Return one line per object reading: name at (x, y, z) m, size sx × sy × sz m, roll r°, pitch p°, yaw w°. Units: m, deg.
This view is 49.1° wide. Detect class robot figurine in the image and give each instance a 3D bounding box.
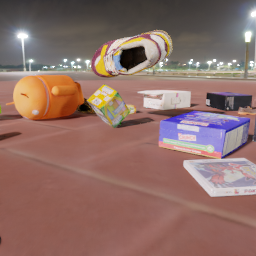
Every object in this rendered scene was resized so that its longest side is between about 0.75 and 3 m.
robot figurine at (-2.976, -1.141, 10.401) m, size 2.011 × 1.631 × 2.796 m, roll 33°, pitch 27°, yaw 31°

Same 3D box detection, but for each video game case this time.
video game case at (1.716, 0.777, 4.699) m, size 1.220 × 0.154 × 1.339 m, roll -2°, pitch 12°, yaw -6°

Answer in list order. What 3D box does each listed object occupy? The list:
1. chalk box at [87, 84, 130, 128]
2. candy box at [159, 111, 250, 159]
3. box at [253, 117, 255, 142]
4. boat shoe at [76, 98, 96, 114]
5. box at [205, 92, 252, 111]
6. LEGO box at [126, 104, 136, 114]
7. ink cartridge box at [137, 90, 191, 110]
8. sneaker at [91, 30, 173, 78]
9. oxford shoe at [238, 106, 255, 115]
chalk box at (-0.525, -0.589, 8.787) m, size 0.784 × 1.267 × 0.788 m, roll -47°, pitch 47°, yaw -11°
candy box at (1.847, 0.091, 6.656) m, size 1.520 × 0.692 × 1.798 m, roll 11°, pitch 15°, yaw 37°
box at (4.127, -0.069, 7.209) m, size 1.354 × 0.774 × 1.487 m, roll 10°, pitch 16°, yaw 34°
boat shoe at (-1.943, -0.960, 11.879) m, size 1.695 × 0.610 × 0.576 m, roll 9°, pitch 14°, yaw 37°
box at (4.694, -1.279, 13.182) m, size 1.317 × 0.736 × 1.866 m, roll 0°, pitch 11°, yaw -12°
LEGO box at (-0.196, -0.772, 11.653) m, size 0.858 × 0.331 × 0.639 m, roll -6°, pitch 13°, yaw -25°
ink cartridge box at (1.696, -1.352, 13.302) m, size 2.354 × 0.794 × 1.371 m, roll -7°, pitch 14°, yaw -38°
sneaker at (-0.242, -2.036, 8.135) m, size 2.955 × 1.107 × 1.331 m, roll -10°, pitch 21°, yaw 41°
oxford shoe at (4.982, -0.728, 11.456) m, size 0.901 × 0.328 × 0.321 m, roll -1°, pitch 12°, yaw -5°
